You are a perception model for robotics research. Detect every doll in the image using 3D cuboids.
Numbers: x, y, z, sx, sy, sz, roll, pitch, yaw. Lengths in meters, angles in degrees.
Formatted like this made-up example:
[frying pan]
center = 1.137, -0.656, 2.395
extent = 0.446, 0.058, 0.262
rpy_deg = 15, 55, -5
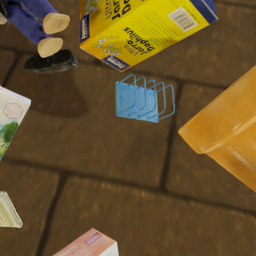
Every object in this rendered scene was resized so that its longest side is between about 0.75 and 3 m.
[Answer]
[doll]
center = -2.529, -2.945, 5.898
extent = 2.999, 2.046, 0.727
rpy_deg = 42, 45, 8

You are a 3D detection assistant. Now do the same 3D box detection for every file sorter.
[file sorter]
center = 0.394, -0.671, 6.355
extent = 1.167, 0.716, 0.810
rpy_deg = 8, 71, -33

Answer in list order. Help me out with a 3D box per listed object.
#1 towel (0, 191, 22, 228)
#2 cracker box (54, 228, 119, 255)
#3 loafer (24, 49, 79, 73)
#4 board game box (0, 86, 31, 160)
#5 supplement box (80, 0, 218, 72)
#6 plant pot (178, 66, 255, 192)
[towel]
center = -2.659, 1.740, 5.857
extent = 0.168, 1.096, 0.818
rpy_deg = -31, 99, -47
[cracker box]
center = -0.599, 2.311, 3.398
extent = 0.503, 1.743, 1.168
rpy_deg = 11, 24, 42
[loafer]
center = -2.043, -1.647, 7.413
extent = 1.537, 0.556, 0.560
rpy_deg = 0, 68, 22
[board game box]
center = -2.255, -0.132, 4.073
extent = 1.209, 0.249, 1.206
rpy_deg = 26, 103, -26
[supplement box]
center = 0.325, -2.555, 6.014
extent = 2.596, 1.422, 1.413
rpy_deg = -21, 62, 36
[plant pot]
center = 2.511, 0.130, 5.353
extent = 2.278, 2.278, 2.085
rpy_deg = -38, 81, -14
